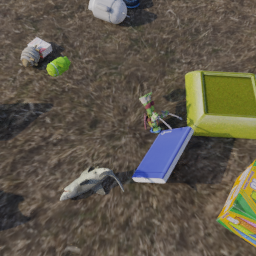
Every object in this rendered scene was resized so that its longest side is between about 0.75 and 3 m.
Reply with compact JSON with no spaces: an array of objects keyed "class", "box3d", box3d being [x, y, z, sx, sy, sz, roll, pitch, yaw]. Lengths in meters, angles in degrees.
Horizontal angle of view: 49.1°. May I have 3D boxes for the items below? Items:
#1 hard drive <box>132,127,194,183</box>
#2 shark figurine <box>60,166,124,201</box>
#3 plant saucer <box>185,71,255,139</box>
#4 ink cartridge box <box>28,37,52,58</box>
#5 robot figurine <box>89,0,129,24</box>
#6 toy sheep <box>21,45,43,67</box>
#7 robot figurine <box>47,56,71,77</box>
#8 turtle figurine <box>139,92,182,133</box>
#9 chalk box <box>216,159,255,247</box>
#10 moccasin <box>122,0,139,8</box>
[{"class":"hard drive","box3d":[1.122,0.842,8.993,0.265,1.380,2.091,50,57,-22]},{"class":"shark figurine","box3d":[-0.888,1.701,8.604,0.951,2.279,1.362,57,34,-11]},{"class":"plant saucer","box3d":[3.736,-1.090,10.518,2.984,0.714,2.979,3,58,2]},{"class":"ink cartridge box","box3d":[-3.928,-3.565,12.269,1.044,0.352,0.608,30,63,17]},{"class":"robot figurine","box3d":[-0.874,-5.544,13.051,1.929,1.089,1.636,25,28,15]},{"class":"toy sheep","box3d":[-4.041,-3.020,11.709,0.797,0.797,1.156,15,61,9]},{"class":"robot figurine","box3d":[-2.138,-1.873,8.571,0.769,0.675,0.445,-39,95,-24]},{"class":"turtle figurine","box3d":[1.082,-0.592,9.693,1.042,1.448,1.404,-30,96,-33]},{"class":"chalk box","box3d":[4.268,2.466,7.705,2.823,1.750,1.762,30,63,17]},{"class":"moccasin","box3d":[-0.302,-7.131,14.132,1.103,0.935,2.742,-25,61,-14]}]
